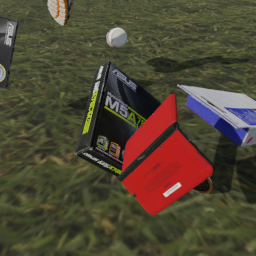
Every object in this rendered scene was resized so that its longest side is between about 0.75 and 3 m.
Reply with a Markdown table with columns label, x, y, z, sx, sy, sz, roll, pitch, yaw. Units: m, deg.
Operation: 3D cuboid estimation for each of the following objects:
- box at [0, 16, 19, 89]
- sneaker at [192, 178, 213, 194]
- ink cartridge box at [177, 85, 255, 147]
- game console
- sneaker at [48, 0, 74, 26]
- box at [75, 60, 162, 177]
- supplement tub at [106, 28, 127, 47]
| label | x | y | z | sx | sy | sz | roll | pitch | yaw |
| --- | --- | --- | --- | --- | --- | --- | --- | --- | --- |
| box | -3.604 | -1.982 | 6.962 | 1.392 | 1.738 | 0.385 | 12 | 10 | -17 |
| sneaker | 0.769 | 0.595 | 4.159 | 1.112 | 0.405 | 0.471 | 29 | -2 | 11 |
| ink cartridge box | 2.115 | -0.250 | 5.480 | 2.789 | 0.517 | 1.321 | 1 | 35 | -46 |
| game console | 0.460 | 0.355 | 3.663 | 1.031 | 1.196 | 0.710 | 47 | 37 | 8 |
| sneaker | -1.752 | -3.723 | 7.801 | 0.728 | 1.859 | 0.718 | 38 | 53 | 12 |
| box | 0.079 | 0.032 | 4.889 | 0.438 | 1.844 | 1.781 | -23 | 45 | 40 |
| supplement tub | -0.436 | -3.345 | 10.407 | 0.678 | 0.678 | 0.966 | -7 | 17 | -10 |
